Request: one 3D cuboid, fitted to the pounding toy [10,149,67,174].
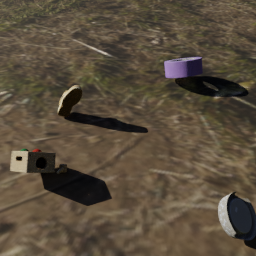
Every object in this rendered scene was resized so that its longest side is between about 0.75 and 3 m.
[{"bbox_3d":[-1.892,0.757,6.435,1.013,0.528,1.153,-3,-8,41],"label":"pounding toy"}]

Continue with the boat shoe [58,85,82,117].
[{"bbox_3d":[-1.719,-0.855,8.092,0.485,1.315,0.455,12,52,-33],"label":"boat shoe"}]

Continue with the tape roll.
[{"bbox_3d":[1.906,-2.084,9.622,1.265,0.537,1.265,-8,16,2],"label":"tape roll"}]

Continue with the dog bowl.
[{"bbox_3d":[2.145,1.734,5.510,0.920,0.270,0.920,18,57,-30],"label":"dog bowl"}]
